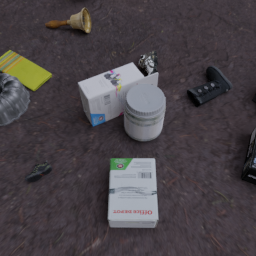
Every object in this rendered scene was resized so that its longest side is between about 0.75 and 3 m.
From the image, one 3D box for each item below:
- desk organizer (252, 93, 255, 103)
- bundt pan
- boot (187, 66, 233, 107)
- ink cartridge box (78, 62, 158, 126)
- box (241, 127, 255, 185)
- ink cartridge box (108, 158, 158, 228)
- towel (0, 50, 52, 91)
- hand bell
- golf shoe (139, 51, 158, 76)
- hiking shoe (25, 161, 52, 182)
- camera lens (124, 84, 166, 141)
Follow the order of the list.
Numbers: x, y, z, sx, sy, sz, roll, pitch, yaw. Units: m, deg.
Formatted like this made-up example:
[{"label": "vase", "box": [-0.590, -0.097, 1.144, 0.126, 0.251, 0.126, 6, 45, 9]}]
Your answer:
[{"label": "desk organizer", "box": [5.977, -0.765, 9.961, 1.034, 0.963, 2.686, -32, 61, -24]}, {"label": "bundt pan", "box": [-4.871, -1.165, 10.299, 2.302, 0.864, 2.302, 0, 55, 0]}, {"label": "boot", "box": [2.972, -1.647, 10.882, 1.664, 0.546, 1.371, -28, 57, -14]}, {"label": "ink cartridge box", "box": [-0.303, -1.274, 9.956, 2.638, 1.519, 0.895, -23, 58, -16]}, {"label": "box", "box": [4.642, 0.930, 8.801, 1.599, 0.841, 1.952, 19, 57, 13]}, {"label": "ink cartridge box", "box": [0.133, 1.879, 8.161, 1.380, 0.782, 1.883, 1, 55, 1]}, {"label": "towel", "box": [-4.400, -2.380, 11.584, 2.527, 0.228, 1.088, 30, 64, 19]}, {"label": "hand bell", "box": [-2.891, -4.931, 13.087, 2.109, 1.098, 1.098, 1, 54, 15]}, {"label": "golf shoe", "box": [0.822, -2.466, 11.437, 0.792, 0.652, 1.676, -4, 47, 10]}, {"label": "hiking shoe", "box": [-2.865, 1.373, 8.853, 0.880, 0.333, 0.443, -26, 49, -27]}, {"label": "camera lens", "box": [0.531, -0.459, 9.283, 1.336, 1.670, 1.336, 0, 55, 0]}]
